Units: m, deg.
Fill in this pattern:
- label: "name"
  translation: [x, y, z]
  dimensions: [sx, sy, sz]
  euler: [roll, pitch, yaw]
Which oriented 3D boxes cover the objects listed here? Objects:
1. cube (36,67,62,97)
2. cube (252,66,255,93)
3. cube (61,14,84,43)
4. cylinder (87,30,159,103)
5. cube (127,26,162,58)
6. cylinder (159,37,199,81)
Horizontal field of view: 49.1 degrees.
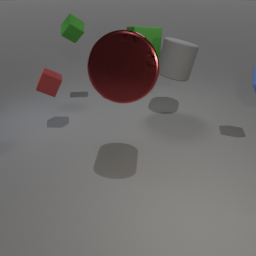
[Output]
- label: "cube"
  translation: [-2.814, -1.637, 10.013]
  dimensions: [0.700, 0.700, 0.700]
  euler: [20, 21, -23]
- label: "cube"
  translation: [4.417, -1.516, 8.893]
  dimensions: [0.700, 0.700, 0.700]
  euler: [-1, 65, 35]
- label: "cube"
  translation: [-2.271, -4.070, 11.468]
  dimensions: [0.700, 0.700, 0.700]
  euler: [22, 46, -37]
- label: "cylinder"
  translation: [-0.055, -1.357, 6.017]
  dimensions: [1.400, 1.400, 1.400]
  euler: [2, 18, 3]
- label: "cube"
  translation: [0.750, -4.264, 13.874]
  dimensions: [1.400, 1.400, 1.400]
  euler: [-3, 20, -15]
- label: "cylinder"
  translation: [1.960, -2.764, 11.262]
  dimensions: [1.400, 1.400, 1.400]
  euler: [12, 24, -6]
